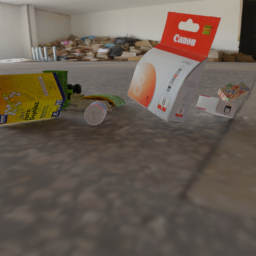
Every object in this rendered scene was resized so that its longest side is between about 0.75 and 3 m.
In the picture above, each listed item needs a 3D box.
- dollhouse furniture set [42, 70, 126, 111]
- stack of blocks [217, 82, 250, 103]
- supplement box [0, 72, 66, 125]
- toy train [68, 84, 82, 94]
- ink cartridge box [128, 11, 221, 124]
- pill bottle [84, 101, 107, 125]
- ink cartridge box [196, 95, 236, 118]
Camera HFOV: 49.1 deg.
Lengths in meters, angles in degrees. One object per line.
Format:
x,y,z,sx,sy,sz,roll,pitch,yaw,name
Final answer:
-1.502,-1.438,10.202,2.573,1.291,1.686,5,15,16,dollhouse furniture set
3.874,-1.344,10.304,0.977,0.286,0.563,-24,65,-14,stack of blocks
-2.921,-0.878,8.156,1.851,1.007,1.013,-11,63,-33,supplement box
-3.117,-1.545,11.609,2.430,0.556,0.414,0,12,4,toy train
1.134,-1.834,7.936,0.716,2.855,2.315,3,22,-32,ink cartridge box
-0.924,-0.484,8.292,0.570,0.570,1.048,1,16,2,pill bottle
2.705,-0.653,8.580,1.015,0.435,0.749,11,6,-41,ink cartridge box
